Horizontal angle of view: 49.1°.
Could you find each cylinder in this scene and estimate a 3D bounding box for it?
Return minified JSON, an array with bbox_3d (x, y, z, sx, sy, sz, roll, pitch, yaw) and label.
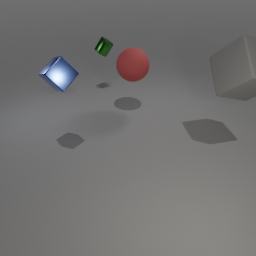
[{"bbox_3d":[-1.174,-3.971,13.690,0.700,0.700,0.700,30,21,-13],"label":"cylinder"}]

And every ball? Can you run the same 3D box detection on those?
[{"bbox_3d":[0.207,-2.647,11.744,1.400,1.400,1.400,0,30,0],"label":"ball"}]

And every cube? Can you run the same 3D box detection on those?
[{"bbox_3d":[3.615,-1.792,8.670,1.400,1.400,1.400,4,-18,-29],"label":"cube"},{"bbox_3d":[-1.949,-1.509,7.855,0.700,0.700,0.700,-53,30,-12],"label":"cube"}]
